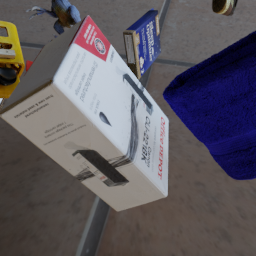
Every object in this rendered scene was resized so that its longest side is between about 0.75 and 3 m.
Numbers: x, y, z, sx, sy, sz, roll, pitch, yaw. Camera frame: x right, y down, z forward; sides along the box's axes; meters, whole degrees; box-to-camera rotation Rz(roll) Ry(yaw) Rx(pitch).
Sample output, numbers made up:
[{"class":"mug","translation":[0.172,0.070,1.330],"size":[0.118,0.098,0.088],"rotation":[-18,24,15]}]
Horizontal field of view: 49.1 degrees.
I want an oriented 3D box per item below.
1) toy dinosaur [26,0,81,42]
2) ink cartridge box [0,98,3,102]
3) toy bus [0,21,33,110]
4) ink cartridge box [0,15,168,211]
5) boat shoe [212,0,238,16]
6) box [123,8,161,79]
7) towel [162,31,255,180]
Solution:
[{"class":"toy dinosaur","translation":[-2.019,-3.381,8.191],"size":[1.323,2.519,2.286],"rotation":[-29,58,23]},{"class":"ink cartridge box","translation":[-3.615,-1.070,7.031],"size":[0.290,1.227,0.982],"rotation":[-12,35,1]},{"class":"toy bus","translation":[-2.374,-1.228,5.269],"size":[1.602,0.828,1.512],"rotation":[37,51,-15]},{"class":"ink cartridge box","translation":[-0.430,-0.161,4.960],"size":[1.171,2.796,2.017],"rotation":[-22,37,27]},{"class":"boat shoe","translation":[2.823,-4.080,7.796],"size":[0.630,1.945,0.712],"rotation":[11,4,-33]},{"class":"box","translation":[0.513,-2.412,7.765],"size":[0.340,1.272,2.099],"rotation":[9,41,23]},{"class":"towel","translation":[2.143,-0.125,4.793],"size":[2.068,2.800,0.694],"rotation":[-29,35,26]}]
